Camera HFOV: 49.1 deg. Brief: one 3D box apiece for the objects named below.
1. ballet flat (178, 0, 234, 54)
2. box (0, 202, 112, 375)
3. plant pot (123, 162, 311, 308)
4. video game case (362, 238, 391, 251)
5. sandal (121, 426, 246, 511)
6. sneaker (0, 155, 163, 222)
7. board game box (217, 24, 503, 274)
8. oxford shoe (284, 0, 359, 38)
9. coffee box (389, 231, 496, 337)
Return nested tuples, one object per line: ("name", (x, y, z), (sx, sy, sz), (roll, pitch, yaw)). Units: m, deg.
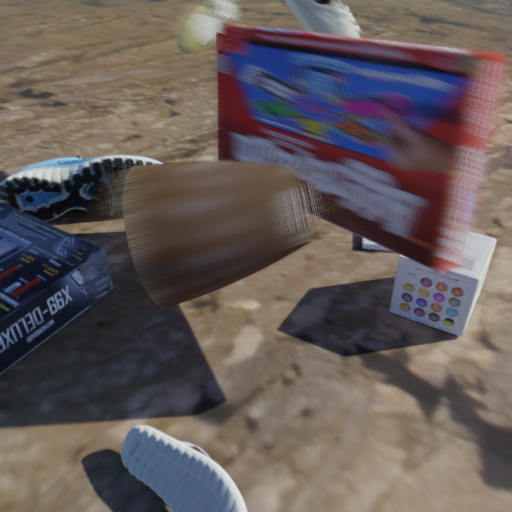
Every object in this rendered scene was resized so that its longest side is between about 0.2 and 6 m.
("ballet flat", (-0.911, -4.550, 10.856), (0.636, 0.636, 1.799), (13, 53, 17))
("box", (-4.632, 0.337, 8.874), (3.635, 0.905, 2.867), (21, 42, 25))
("plant pot", (-0.301, -0.357, 5.805), (1.624, 1.517, 1.517), (-12, 36, 9))
("video game case", (2.685, -0.486, 10.606), (1.353, 0.155, 1.231), (4, 37, 7))
("sandal", (-0.756, 2.505, 6.352), (1.920, 0.781, 0.472), (28, 5, 33))
("sneaker", (-3.340, -1.602, 11.182), (3.293, 1.291, 1.481), (-4, 34, -6))
("board game box", (0.942, -1.806, 7.968), (0.472, 2.498, 4.852), (-18, 32, -33))
("oxford shoe", (1.634, -4.633, 11.398), (0.794, 2.748, 1.033), (-18, 36, 47))
("coffee box", (2.879, 0.322, 8.692), (1.165, 1.154, 1.167), (19, 41, 23))
